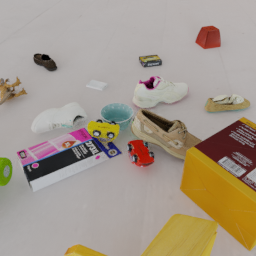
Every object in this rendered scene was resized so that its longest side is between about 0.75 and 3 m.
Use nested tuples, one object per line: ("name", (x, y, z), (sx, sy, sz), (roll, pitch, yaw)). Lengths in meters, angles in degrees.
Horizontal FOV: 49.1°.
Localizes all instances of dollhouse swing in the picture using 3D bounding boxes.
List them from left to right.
("dollhouse swing", (0.256, 2.499, 5.221), (1.911, 2.174, 1.976), (24, 45, 30))

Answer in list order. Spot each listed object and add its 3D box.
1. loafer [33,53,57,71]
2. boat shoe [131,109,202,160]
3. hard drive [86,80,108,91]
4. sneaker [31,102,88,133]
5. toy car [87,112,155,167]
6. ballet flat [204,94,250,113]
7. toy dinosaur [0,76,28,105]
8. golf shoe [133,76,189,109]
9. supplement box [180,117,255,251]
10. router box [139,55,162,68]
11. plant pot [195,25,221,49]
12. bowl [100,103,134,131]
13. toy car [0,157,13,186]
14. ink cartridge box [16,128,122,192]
("loafer", (-4.041, -3.360, 13.654), (1.753, 0.625, 0.640), (31, 48, 32))
("boat shoe", (1.418, 0.223, 8.681), (2.644, 0.853, 0.942), (21, 38, -2))
("hard drive", (-1.346, -1.878, 12.243), (0.798, 0.106, 0.526), (16, 42, 20))
("sneaker", (-2.343, -0.252, 9.826), (2.006, 0.755, 0.887), (-29, 60, -32))
("toy car", (0.214, 0.179, 9.291), (2.523, 0.563, 2.374), (31, 44, 23))
("ballet flat", (3.899, -0.999, 10.759), (1.935, 0.610, 0.664), (-10, 40, -12))
("toy dinosaur", (-4.861, -1.338, 11.260), (1.362, 0.774, 2.564), (-27, 34, -3))
("golf shoe", (1.375, -1.540, 11.033), (2.485, 1.137, 0.936), (-17, 41, -22))
("supplement box", (3.033, 1.250, 7.219), (2.335, 1.551, 2.303), (-25, 45, -28))
("router box", (1.108, -3.335, 13.915), (0.976, 0.255, 0.768), (-10, 40, -12))
("plant pot", (4.498, -5.078, 15.532), (1.067, 0.941, 1.068), (-12, 41, -14))
("bowl", (-0.386, -0.324, 9.919), (1.178, 0.616, 1.178), (0, 39, 0))
("toy car", (-4.513, 1.863, 6.691), (2.325, 2.233, 2.830), (2, 67, 5))
("ink cartridge box", (-1.776, 0.786, 8.677), (2.938, 0.545, 1.391), (-20, 43, -26))
